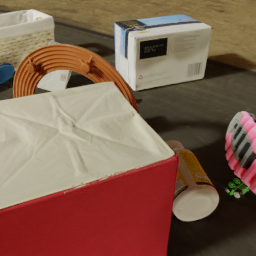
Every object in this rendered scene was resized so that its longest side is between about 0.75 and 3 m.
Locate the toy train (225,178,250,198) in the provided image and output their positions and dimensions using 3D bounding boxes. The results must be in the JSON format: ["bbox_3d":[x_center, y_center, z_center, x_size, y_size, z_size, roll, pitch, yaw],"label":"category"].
[{"bbox_3d":[2.679,1.161,6.242,1.309,0.273,0.369,-25,53,-31],"label":"toy train"}]

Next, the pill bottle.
[{"bbox_3d":[1.130,1.007,5.870,0.919,0.919,1.652,-7,36,-9],"label":"pill bottle"}]

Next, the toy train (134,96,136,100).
[{"bbox_3d":[-0.506,-0.830,9.054,1.571,0.268,0.360,-8,48,-12],"label":"toy train"}]

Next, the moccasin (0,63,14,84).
[{"bbox_3d":[-5.034,-1.908,10.066,0.670,0.791,1.965,27,41,19],"label":"moccasin"}]

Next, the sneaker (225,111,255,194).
[{"bbox_3d":[3.140,0.884,5.751,1.420,1.176,2.977,-3,53,-20],"label":"sneaker"}]

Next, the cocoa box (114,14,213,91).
[{"bbox_3d":[1.188,-2.888,10.401,2.991,1.995,1.963,-14,38,-18],"label":"cocoa box"}]

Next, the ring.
[{"bbox_3d":[-1.206,-0.311,5.991,2.925,2.925,0.281,11,35,15],"label":"ring"}]

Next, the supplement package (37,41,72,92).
[{"bbox_3d":[-2.477,-2.128,9.796,0.978,1.272,1.330,16,33,-12],"label":"supplement package"}]

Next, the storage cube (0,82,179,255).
[{"bbox_3d":[-0.863,0.978,4.571,2.772,2.491,2.369,-14,38,-17],"label":"storage cube"}]

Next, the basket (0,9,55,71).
[{"bbox_3d":[-4.657,-3.553,11.502,2.986,1.842,2.024,-29,45,-33],"label":"basket"}]
